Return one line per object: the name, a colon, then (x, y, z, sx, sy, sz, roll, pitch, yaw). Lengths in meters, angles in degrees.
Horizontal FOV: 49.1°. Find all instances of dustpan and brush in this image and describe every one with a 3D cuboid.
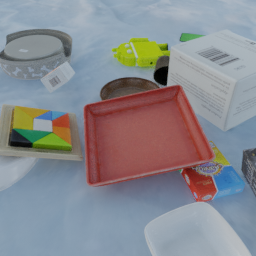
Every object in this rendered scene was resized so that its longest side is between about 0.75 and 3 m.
dustpan and brush: (-3.318, 1.017, 6.021, 2.043, 0.838, 2.927, 18, 35, 2)

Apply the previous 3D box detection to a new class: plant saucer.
plant saucer: (0.330, 0.157, 6.793, 2.723, 0.500, 2.718, -13, 44, 1)
plant saucer: (0.096, -0.947, 8.563, 1.908, 0.349, 1.908, 0, 41, 0)

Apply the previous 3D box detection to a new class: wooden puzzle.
wooden puzzle: (-2.144, 0.013, 6.917, 1.913, 0.385, 2.068, 7, 33, -23)

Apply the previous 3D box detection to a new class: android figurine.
android figurine: (0.522, -2.937, 10.858, 2.286, 0.469, 2.081, -3, 40, -7)

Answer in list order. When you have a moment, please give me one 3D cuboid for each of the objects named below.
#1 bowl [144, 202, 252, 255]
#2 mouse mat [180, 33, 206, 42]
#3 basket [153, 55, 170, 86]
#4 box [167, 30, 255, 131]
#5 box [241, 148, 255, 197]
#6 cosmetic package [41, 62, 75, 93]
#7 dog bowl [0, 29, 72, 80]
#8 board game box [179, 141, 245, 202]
bowl: (1.141, 2.106, 4.767, 1.474, 0.550, 1.472, -17, 43, -18)
mouse mat: (2.929, -3.980, 12.418, 1.193, 0.045, 0.960, 11, 41, 12)
basket: (1.309, -2.014, 9.585, 0.948, 0.715, 1.052, 1, 37, 1)
box: (2.882, -1.533, 8.268, 2.476, 1.619, 2.463, -23, 45, -25)
box: (3.687, 1.341, 5.045, 2.229, 0.703, 2.827, -10, 36, 3)
cosmetic package: (-2.131, -1.603, 8.671, 0.697, 0.490, 1.374, -32, 18, 9)
dog bowl: (-3.416, -2.742, 10.319, 2.848, 0.835, 2.848, 0, 40, 0)
board game box: (1.763, 0.940, 6.356, 1.084, 0.286, 1.416, -11, 41, -13)
